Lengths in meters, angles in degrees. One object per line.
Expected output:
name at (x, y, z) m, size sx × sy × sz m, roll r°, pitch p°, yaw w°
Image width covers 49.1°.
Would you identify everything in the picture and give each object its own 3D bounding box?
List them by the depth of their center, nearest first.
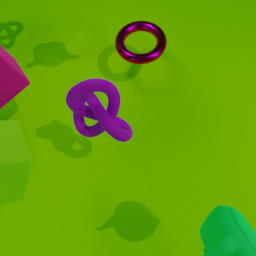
cube at (-1.782, 0.455, 3.600) m, size 0.800 × 0.800 × 0.800 m, roll -3°, pitch 42°, yaw -35°
teapot at (1.523, 1.776, 4.339) m, size 0.817 × 1.669 × 1.038 m, roll -39°, pitch 64°, yaw 18°
knot shape at (-0.510, -0.239, 5.547) m, size 1.454 × 1.554 × 0.718 m, roll 37°, pitch 62°, yaw -2°
cube at (-3.187, -1.251, 6.226) m, size 1.199 × 1.199 × 1.199 m, roll -41°, pitch 56°, yaw -1°
ring at (0.354, -2.396, 7.800) m, size 1.455 × 0.291 × 1.455 m, roll -1°, pitch 66°, yaw 3°
